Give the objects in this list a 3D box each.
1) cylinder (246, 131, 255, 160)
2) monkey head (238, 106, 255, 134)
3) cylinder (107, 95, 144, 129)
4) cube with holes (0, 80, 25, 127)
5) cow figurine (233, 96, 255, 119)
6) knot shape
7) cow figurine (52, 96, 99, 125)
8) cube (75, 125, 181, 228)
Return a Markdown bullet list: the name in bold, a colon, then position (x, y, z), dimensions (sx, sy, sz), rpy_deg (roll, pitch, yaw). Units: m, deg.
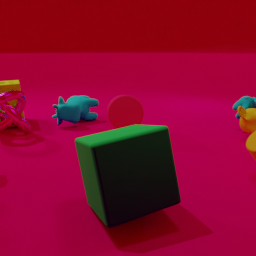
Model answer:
- **cylinder**: position (2.667, 0.423, 5.091), dimensions (0.730, 0.730, 0.730), rpy_deg (-37, 16, 12)
- **monkey head**: position (3.141, -0.025, 6.970), dimensions (0.754, 1.251, 0.900), rpy_deg (4, 59, 43)
- **cylinder**: position (-0.095, -0.437, 7.696), dimensions (0.943, 0.943, 0.943), rpy_deg (-2, 7, -5)
- **cube with holes**: position (-3.993, -0.762, 8.769), dimensions (1.273, 1.273, 1.273), rpy_deg (-8, 17, -20)
- **cow figurine**: position (3.525, -0.639, 7.980), dimensions (0.565, 1.014, 1.030), rpy_deg (40, -4, 45)
- **knot shape**: position (-3.325, -0.470, 7.607), dimensions (1.600, 1.498, 0.739), rpy_deg (17, 46, -24)
- **cow figurine**: position (-1.774, -0.637, 9.127), dimensions (1.613, 0.900, 1.639), rpy_deg (-2, 17, -30)
- **cube**: position (-0.047, 0.597, 4.089), dimensions (1.096, 1.096, 1.096), rpy_deg (-13, 6, -20)
